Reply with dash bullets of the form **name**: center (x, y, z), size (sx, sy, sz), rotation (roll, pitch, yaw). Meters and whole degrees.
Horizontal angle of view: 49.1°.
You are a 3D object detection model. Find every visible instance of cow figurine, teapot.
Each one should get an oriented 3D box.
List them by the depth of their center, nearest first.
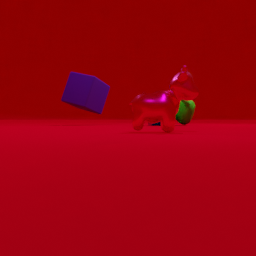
- **cow figurine**: center (0.682, -0.563, 5.420), size (1.306, 1.285, 0.717), rotation (4, 1, 3)
- **teapot**: center (2.259, -0.719, 11.489), size (0.833, 1.058, 1.702), rotation (20, -30, 17)

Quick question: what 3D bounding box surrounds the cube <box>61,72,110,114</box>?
- **cube**: center (-1.848, -1.521, 12.342), size (1.356, 1.356, 1.356), rotation (16, -4, 27)

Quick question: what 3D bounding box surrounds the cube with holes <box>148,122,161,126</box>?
- **cube with holes**: center (1.333, -0.551, 11.283), size (0.906, 0.906, 0.906), rotation (0, 2, -6)
